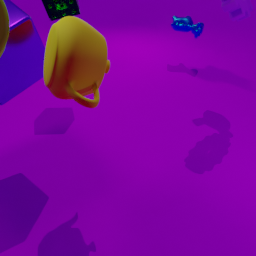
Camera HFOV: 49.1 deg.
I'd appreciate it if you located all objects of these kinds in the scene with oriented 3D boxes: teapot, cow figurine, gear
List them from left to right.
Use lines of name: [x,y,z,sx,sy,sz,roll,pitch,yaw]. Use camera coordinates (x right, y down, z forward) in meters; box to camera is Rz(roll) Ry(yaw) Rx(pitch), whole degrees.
teapot: [-0.784,-1.113,4.492,0.997,1.267,2.037,5,50,-26]
cow figurine: [2.315,-3.955,10.929,1.228,0.674,1.208,1,39,-8]
gear: [2.475,-3.371,6.617,0.301,1.626,1.626,-13,22,43]

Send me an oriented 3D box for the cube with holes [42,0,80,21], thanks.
cube with holes: [-1.920,-3.733,7.852,0.888,0.888,0.888,-13,57,0]

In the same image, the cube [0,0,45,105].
cube: [-2.425,-1.493,5.232,1.289,1.289,1.289,-40,63,-17]

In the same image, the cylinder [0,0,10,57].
cylinder: [-2.127,-1.282,3.522,1.137,1.137,1.137,-18,16,-22]
